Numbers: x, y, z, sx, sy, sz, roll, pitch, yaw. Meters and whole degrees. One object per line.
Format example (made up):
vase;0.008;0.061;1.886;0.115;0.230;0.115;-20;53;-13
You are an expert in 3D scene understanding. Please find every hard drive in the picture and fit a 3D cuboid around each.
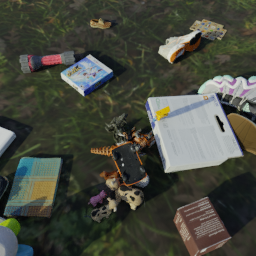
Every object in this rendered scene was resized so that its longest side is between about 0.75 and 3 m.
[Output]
hard drive;-5.328;0.912;9.692;1.644;0.333;2.493;19;57;13

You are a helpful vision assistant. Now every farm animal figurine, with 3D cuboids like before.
farm animal figurine;-0.305;2.012;8.528;1.765;0.930;1.785;8;54;5

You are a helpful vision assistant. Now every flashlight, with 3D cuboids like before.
flashlight;-3.444;-2.906;12.157;2.293;0.779;0.776;-8;75;-7

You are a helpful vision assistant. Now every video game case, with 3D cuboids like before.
video game case;-1.738;-2.276;11.937;1.495;0.375;1.650;38;63;25

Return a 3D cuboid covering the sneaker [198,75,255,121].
sneaker;4.211;-1.029;10.617;2.763;1.074;1.933;-7;54;-4

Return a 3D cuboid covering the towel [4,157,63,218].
towel;-3.007;1.871;9.073;1.483;0.219;2.022;2;54;1

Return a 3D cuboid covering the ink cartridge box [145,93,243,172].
ink cartridge box;2.267;0.061;9.905;2.775;0.563;2.769;-5;61;-14

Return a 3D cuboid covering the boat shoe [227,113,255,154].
boat shoe;4.562;0.428;9.788;2.659;0.959;0.864;41;28;31

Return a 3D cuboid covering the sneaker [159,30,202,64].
sneaker;2.392;-3.941;12.845;2.393;0.906;1.101;-37;58;-25

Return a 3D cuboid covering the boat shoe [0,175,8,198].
boat shoe;-4.311;2.297;8.540;0.728;0.607;1.952;12;58;6

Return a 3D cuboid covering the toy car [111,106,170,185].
toy car;0.635;0.628;8.956;2.679;0.891;1.314;-40;78;-13

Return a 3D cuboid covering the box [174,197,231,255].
box;2.038;2.820;7.910;1.001;1.011;1.219;-18;56;-12

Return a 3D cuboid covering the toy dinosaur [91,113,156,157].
toy dinosaur;-0.134;0.401;9.688;2.222;1.135;1.508;-9;70;-33

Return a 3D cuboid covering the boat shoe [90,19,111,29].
boat shoe;-1.375;-5.252;14.045;1.051;0.388;0.398;2;55;1

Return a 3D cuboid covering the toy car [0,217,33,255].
toy car;-3.512;3.573;6.975;1.916;2.236;2.555;50;63;-13

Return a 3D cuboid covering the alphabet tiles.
alphabet tiles;4.023;-4.924;14.021;1.650;0.052;1.373;26;59;17
